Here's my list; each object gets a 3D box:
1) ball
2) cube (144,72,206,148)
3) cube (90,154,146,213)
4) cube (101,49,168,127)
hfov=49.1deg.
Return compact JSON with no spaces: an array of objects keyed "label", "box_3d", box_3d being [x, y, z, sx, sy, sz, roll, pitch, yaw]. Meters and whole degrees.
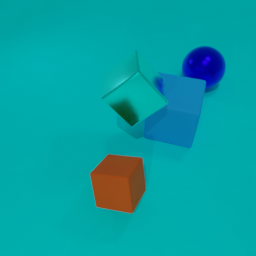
[{"label":"ball","box_3d":[2.426,-1.931,9.019,1.375,1.375,1.375,0,48,0]},{"label":"cube","box_3d":[1.276,-0.502,7.758,1.368,1.368,1.368,12,50,11]},{"label":"cube","box_3d":[-0.191,1.212,6.262,0.896,0.896,0.896,3,24,23]},{"label":"cube","box_3d":[0.146,-0.926,6.590,1.090,1.090,1.090,-33,34,24]}]
